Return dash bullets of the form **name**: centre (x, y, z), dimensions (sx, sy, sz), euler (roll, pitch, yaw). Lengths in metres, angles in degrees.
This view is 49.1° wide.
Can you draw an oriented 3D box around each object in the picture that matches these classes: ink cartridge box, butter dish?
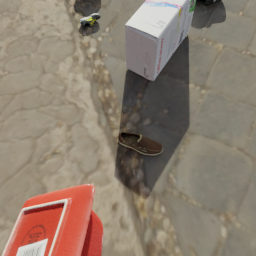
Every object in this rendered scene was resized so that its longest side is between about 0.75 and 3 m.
- **ink cartridge box**: centre (1.028, -3.104, 8.756), dimensions (1.105, 1.905, 2.631), euler (28, 67, 15)
- **butter dish**: centre (-1.393, 2.709, 5.930), dimensions (2.440, 1.804, 2.434), euler (-19, 40, 31)

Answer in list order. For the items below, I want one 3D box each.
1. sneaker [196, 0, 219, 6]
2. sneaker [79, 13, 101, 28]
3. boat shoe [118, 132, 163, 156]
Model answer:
- **sneaker**: centre (2.573, -5.638, 10.657), dimensions (1.322, 0.863, 2.363), euler (-29, 68, -15)
- **sneaker**: centre (-1.333, -3.832, 10.087), dimensions (0.798, 0.297, 0.337), euler (-24, 71, -2)
- **boat shoe**: centre (0.341, 0.412, 7.754), dimensions (1.306, 0.483, 0.482), euler (13, 63, 6)
